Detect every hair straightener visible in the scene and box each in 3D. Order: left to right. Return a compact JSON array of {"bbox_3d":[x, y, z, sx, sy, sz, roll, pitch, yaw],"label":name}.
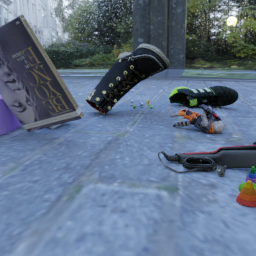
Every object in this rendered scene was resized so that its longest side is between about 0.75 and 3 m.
[{"bbox_3d":[1.479,0.537,4.889,1.906,0.390,0.733,2,14,7],"label":"hair straightener"}]

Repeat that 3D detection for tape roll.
[{"bbox_3d":[-4.470,-0.413,7.500,2.932,0.962,2.932,1,14,0],"label":"tape roll"}]

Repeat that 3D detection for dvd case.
[{"bbox_3d":[-2.336,-1.045,6.385,1.833,2.466,0.197,-12,32,28],"label":"dvd case"}]

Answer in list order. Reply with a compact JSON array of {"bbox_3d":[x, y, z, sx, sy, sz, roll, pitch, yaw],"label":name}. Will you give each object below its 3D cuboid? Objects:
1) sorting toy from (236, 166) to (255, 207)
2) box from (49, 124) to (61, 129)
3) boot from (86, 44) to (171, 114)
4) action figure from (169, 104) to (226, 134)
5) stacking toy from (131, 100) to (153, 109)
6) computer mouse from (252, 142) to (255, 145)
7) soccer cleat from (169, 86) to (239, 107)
[{"bbox_3d":[1.775,0.790,4.055,0.322,0.320,0.928,7,17,26],"label":"sorting toy"},{"bbox_3d":[-2.090,-0.398,7.982,0.632,0.441,0.830,17,33,29],"label":"box"},{"bbox_3d":[-0.093,-1.466,9.090,1.097,2.295,3.039,42,-11,-24],"label":"boot"},{"bbox_3d":[1.991,-0.164,7.606,1.419,0.767,1.467,22,-1,40],"label":"action figure"},{"bbox_3d":[0.533,-0.955,11.138,0.754,0.235,1.001,-2,15,-6],"label":"stacking toy"},{"bbox_3d":[2.902,0.432,5.640,0.705,0.231,1.003,3,14,8],"label":"computer mouse"},{"bbox_3d":[2.892,-1.141,10.938,2.623,0.886,1.063,5,31,28],"label":"soccer cleat"}]
